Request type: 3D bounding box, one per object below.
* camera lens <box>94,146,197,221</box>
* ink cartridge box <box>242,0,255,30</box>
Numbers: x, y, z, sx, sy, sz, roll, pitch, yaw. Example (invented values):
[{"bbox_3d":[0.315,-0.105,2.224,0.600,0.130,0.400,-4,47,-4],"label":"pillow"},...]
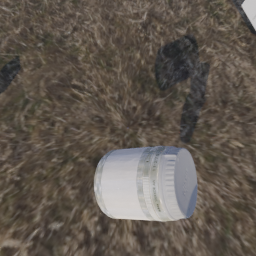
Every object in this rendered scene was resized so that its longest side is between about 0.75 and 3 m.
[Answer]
[{"bbox_3d":[0.223,0.744,3.788,1.200,0.960,0.960,-7,56,30],"label":"camera lens"},{"bbox_3d":[3.559,-1.918,5.402,0.751,1.626,2.984,-9,68,-21],"label":"ink cartridge box"}]
